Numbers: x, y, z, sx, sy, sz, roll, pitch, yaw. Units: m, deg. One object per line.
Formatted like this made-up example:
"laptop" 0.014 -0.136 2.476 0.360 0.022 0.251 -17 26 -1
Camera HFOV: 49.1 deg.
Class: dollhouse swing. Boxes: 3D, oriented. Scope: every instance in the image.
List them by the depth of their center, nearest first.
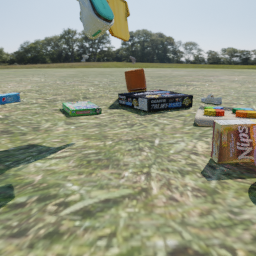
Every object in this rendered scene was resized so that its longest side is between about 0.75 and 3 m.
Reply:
"dollhouse swing" -0.711 -3.363 8.441 1.331 1.287 1.464 11 11 24

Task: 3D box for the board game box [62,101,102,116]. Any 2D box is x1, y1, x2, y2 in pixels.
"board game box" -1.838 -0.785 10.947 1.157 0.250 1.720 -7 16 -22

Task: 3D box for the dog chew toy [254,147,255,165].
"dog chew toy" 2.950 0.493 4.840 1.549 0.964 0.964 0 13 -28

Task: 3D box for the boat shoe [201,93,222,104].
"boat shoe" 3.818 -1.394 12.842 0.410 0.473 1.109 -10 17 -33

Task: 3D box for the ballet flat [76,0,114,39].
"ballet flat" -0.975 -3.155 6.704 0.890 2.564 0.890 -12 -28 -6

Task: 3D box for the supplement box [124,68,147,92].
"supplement box" 0.385 -2.190 13.785 0.980 0.948 2.850 -9 1 4

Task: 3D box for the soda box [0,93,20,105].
"soda box" -5.563 -1.330 12.734 0.432 0.409 1.274 9 16 30

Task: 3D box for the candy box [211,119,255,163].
"candy box" 2.481 0.260 5.791 1.427 0.824 0.395 -2 15 -7

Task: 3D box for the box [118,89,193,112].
"box" 1.139 -1.227 12.059 2.358 0.586 2.340 -8 18 -30

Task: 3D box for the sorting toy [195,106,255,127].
"sorting toy" 3.386 -0.477 9.434 2.126 0.419 2.297 4 15 15
